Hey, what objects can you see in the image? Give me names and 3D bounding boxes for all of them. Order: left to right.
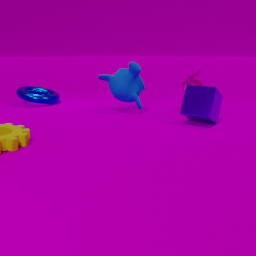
[{"bbox_3d":[-3.020,0.208,6.325,1.486,0.275,1.486,4,15,-1],"label":"gear"},{"bbox_3d":[-3.598,-1.332,11.249,1.711,0.342,1.711,12,17,-4],"label":"ring"},{"bbox_3d":[-0.057,-1.507,9.344,1.854,1.117,1.334,37,-19,6],"label":"monkey head"},{"bbox_3d":[2.252,-1.214,9.384,0.805,1.644,1.022,-15,38,7],"label":"teapot"},{"bbox_3d":[2.134,-0.684,8.096,0.872,0.872,0.872,11,-4,33],"label":"cube"}]
